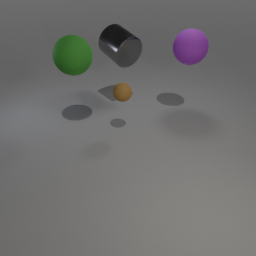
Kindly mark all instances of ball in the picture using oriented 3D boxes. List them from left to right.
[{"bbox_3d":[-1.959,-2.567,9.926,1.400,1.400,1.400,0,31,0],"label":"ball"},{"bbox_3d":[-0.202,-1.311,10.283,0.700,0.700,0.700,0,31,0],"label":"ball"},{"bbox_3d":[2.506,-3.248,11.232,1.400,1.400,1.400,0,31,0],"label":"ball"}]

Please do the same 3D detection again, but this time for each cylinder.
[{"bbox_3d":[-0.335,-3.557,12.129,1.400,1.400,1.400,-22,52,-32],"label":"cylinder"}]
